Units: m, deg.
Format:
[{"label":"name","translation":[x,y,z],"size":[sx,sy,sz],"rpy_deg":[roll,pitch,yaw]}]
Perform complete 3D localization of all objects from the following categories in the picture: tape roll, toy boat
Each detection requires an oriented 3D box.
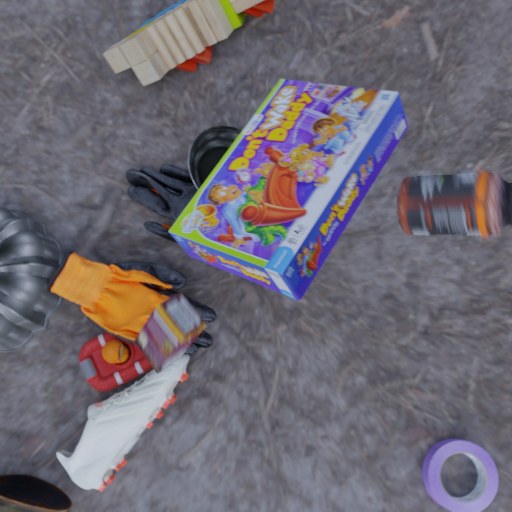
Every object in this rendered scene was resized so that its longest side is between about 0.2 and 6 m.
[{"label":"tape roll","translation":[3.124,3.378,8.609],"size":[1.053,0.346,1.053],"rpy_deg":[0,76,-1]},{"label":"toy boat","translation":[-2.149,1.519,8.779],"size":[1.355,0.886,0.884],"rpy_deg":[-27,78,-6]}]

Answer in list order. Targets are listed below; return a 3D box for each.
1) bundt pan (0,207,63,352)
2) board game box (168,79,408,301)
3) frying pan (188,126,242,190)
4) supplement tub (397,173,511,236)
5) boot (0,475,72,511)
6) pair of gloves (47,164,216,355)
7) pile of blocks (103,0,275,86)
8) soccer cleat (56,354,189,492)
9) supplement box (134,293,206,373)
[{"label":"bundt pan","translation":[-4.490,0.324,9.037],"size":[2.601,0.976,2.601],"rpy_deg":[0,77,0]},{"label":"board game box","translation":[0.443,-1.032,7.512],"size":[1.965,0.654,2.922],"rpy_deg":[20,68,37]},{"label":"frying pan","translation":[0.021,-1.197,9.665],"size":[2.670,0.435,1.615],"rpy_deg":[29,62,-17]},{"label":"supplement tub","translation":[2.315,-0.571,6.295],"size":[1.321,0.706,0.706],"rpy_deg":[3,74,33]},{"label":"boot","translation":[-3.884,3.894,8.360],"size":[2.240,0.837,1.086],"rpy_deg":[10,91,7]},{"label":"pair of gloves","translation":[-1.480,-0.031,9.154],"size":[2.794,0.388,3.136],"rpy_deg":[27,66,9]},{"label":"pile of blocks","translation":[-1.019,-4.152,10.239],"size":[3.476,1.427,1.080],"rpy_deg":[-30,121,2]},{"label":"soccer cleat","translation":[-2.012,2.391,8.594],"size":[0.976,0.872,2.517],"rpy_deg":[37,82,6]},{"label":"supplement box","translation":[-1.089,0.969,6.969],"size":[0.411,0.959,0.529],"rpy_deg":[-28,74,-43]}]
